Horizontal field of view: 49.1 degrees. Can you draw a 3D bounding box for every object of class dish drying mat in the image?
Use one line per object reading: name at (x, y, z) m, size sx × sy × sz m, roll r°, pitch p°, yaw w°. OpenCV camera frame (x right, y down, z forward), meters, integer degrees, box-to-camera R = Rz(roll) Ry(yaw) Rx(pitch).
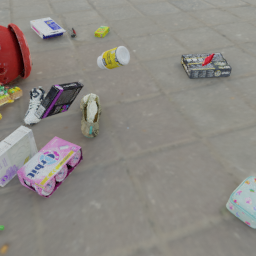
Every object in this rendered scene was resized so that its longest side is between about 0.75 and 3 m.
dish drying mat at (2.624, -2.232, 9.205) m, size 0.081 × 0.340 × 0.886 m, roll 28°, pitch 5°, yaw -2°

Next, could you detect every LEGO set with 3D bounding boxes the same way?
LEGO set at (-4.596, -1.002, 8.658) m, size 2.630 × 0.979 × 1.210 m, roll -24°, pitch 25°, yaw -26°

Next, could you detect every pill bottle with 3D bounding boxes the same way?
pill bottle at (-0.419, -1.882, 7.642) m, size 0.892 × 0.500 × 0.500 m, roll -6°, pitch 30°, yaw 43°

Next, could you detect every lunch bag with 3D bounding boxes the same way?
lunch bag at (2.886, 1.651, 6.335) m, size 1.129 × 0.435 × 0.905 m, roll -30°, pitch 50°, yaw -30°

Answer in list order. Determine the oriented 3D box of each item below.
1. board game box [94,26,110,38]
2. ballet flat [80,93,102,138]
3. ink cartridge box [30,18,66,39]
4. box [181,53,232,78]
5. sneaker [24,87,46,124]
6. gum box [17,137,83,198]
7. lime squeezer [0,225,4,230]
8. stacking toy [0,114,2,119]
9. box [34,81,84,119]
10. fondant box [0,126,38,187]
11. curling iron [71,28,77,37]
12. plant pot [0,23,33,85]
board game box at (-1.266, -4.730, 13.749) m, size 0.448 × 0.210 × 0.882 m, roll 13°, pitch 43°, yaw 14°
ballet flat at (-1.117, -0.584, 8.616) m, size 0.683 × 0.758 × 2.014 m, roll 6°, pitch 39°, yaw -13°
ink cartridge box at (-3.928, -4.853, 13.754) m, size 1.057 × 0.414 × 2.233 m, roll -22°, pitch 44°, yaw -25°
box at (3.056, -2.494, 11.067) m, size 1.648 × 0.405 × 1.329 m, roll -4°, pitch 40°, yaw -5°
sneaker at (-2.921, -0.795, 8.785) m, size 0.532 × 0.867 × 1.332 m, roll 11°, pitch 43°, yaw 13°
gum box at (-1.941, 0.969, 7.053) m, size 0.863 × 0.503 × 1.521 m, roll 20°, pitch 45°, yaw 21°
lime squeezer at (-3.658, 1.888, 6.228) m, size 2.034 × 0.384 × 0.718 m, roll 26°, pitch 17°, yaw 28°
stacking toy at (-4.727, -0.096, 8.439) m, size 1.446 × 0.340 × 1.090 m, roll 2°, pitch 40°, yaw 5°
box at (-1.823, -0.775, 7.568) m, size 0.249 × 0.984 × 1.377 m, roll 42°, pitch 22°, yaw 7°
fondant box at (-2.899, 0.693, 7.046) m, size 0.375 × 0.928 × 1.287 m, roll 22°, pitch 46°, yaw 21°
curling iron at (-2.700, -4.752, 13.828) m, size 0.276 × 0.142 × 1.114 m, roll -8°, pitch 42°, yaw -8°
plant pot at (-4.661, -2.613, 9.865) m, size 2.029 × 2.228 × 2.228 m, roll -20°, pitch 45°, yaw -28°
